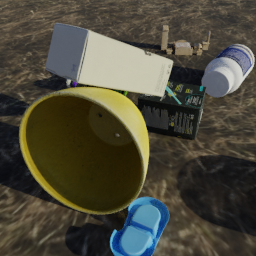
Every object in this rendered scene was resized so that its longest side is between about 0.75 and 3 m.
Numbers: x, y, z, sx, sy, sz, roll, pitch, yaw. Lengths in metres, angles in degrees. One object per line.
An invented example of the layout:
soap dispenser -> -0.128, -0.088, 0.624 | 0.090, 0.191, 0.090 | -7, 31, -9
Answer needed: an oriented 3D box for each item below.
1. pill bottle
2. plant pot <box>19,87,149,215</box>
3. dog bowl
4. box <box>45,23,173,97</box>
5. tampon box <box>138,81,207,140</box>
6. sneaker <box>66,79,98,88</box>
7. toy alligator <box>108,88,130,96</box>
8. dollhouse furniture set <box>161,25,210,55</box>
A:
pill bottle -> 3.654, -2.091, 10.339 | 1.354, 1.354, 2.437 | 22, 42, 27
plant pot -> -0.675, 0.195, 6.323 | 2.767, 2.767, 1.964 | 12, 29, 16
dog bowl -> 0.255, 2.075, 5.581 | 0.857, 0.381, 1.538 | 17, 41, 21
box -> -0.275, -1.445, 6.410 | 1.195, 0.995, 2.909 | 26, 15, 36
tampon box -> 1.323, -0.615, 8.525 | 1.805, 1.140, 1.353 | 12, 39, 16
sneaker -> -1.374, -1.958, 10.797 | 1.012, 0.707, 2.034 | 23, 46, 18
toy alligator -> -0.256, -1.443, 10.110 | 0.933, 0.677, 2.816 | 9, 45, 11
dollhouse furniture set -> 2.775, -4.199, 13.439 | 2.289, 1.013, 1.187 | 3, 37, 4
